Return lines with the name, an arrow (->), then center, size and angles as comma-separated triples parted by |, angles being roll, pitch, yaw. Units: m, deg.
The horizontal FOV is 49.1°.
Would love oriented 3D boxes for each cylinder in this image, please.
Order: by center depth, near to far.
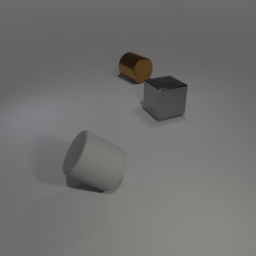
cylinder -> -0.982, 0.973, 8.304 | 1.400, 1.400, 1.400 | 29, 24, -24
cylinder -> 0.422, -3.387, 15.636 | 1.400, 1.400, 1.400 | -23, 39, -31

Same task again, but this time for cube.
cube -> 1.613, -1.370, 12.392 | 1.400, 1.400, 1.400 | -13, 32, -22
